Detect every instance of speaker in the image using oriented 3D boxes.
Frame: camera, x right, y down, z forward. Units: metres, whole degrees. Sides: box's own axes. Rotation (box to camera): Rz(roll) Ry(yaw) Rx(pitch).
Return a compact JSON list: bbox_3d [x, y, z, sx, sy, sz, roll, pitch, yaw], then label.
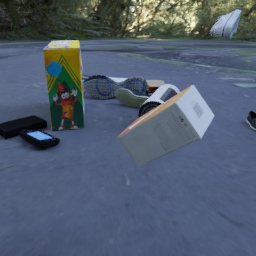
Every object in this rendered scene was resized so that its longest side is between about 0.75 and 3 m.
[{"bbox_3d":[1.108,-0.740,9.225,0.973,0.973,2.397,7,22,17],"label":"speaker"}]

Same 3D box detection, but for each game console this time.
[{"bbox_3d":[-2.713,0.106,8.000,2.242,0.270,1.322,19,28,39],"label":"game console"}]

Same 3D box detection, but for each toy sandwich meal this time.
[{"bbox_3d":[1.336,-1.679,12.181,1.631,0.559,1.631,0,21,0],"label":"toy sandwich meal"}]

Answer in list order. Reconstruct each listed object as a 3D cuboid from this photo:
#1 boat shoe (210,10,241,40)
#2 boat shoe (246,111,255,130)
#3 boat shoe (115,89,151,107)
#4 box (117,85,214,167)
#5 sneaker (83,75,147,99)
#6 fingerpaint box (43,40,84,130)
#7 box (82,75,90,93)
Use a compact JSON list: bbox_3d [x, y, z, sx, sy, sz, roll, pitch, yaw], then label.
[{"bbox_3d":[3.141,-3.373,8.977,0.678,0.746,2.029,17,35,20],"label":"boat shoe"},{"bbox_3d":[4.031,-0.227,8.675,0.446,0.395,1.192,2,21,4],"label":"boat shoe"},{"bbox_3d":[0.317,-1.174,10.788,1.717,0.642,0.569,15,25,30],"label":"boat shoe"},{"bbox_3d":[0.449,-0.011,3.431,0.982,0.479,0.611,-31,7,39],"label":"box"},{"bbox_3d":[-0.590,-1.752,12.172,2.734,1.018,1.191,3,7,-8],"label":"sneaker"},{"bbox_3d":[-2.032,-1.580,9.359,1.067,2.428,2.910,-4,21,-9],"label":"fingerpaint box"},{"bbox_3d":[-2.198,-2.189,13.723,1.602,0.404,2.240,11,23,26],"label":"box"}]
